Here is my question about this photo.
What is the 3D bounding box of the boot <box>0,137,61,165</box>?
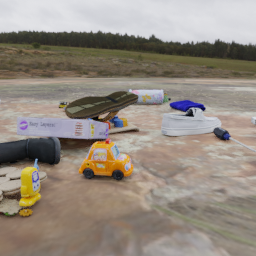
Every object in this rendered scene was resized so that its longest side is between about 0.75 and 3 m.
[{"bbox_3d":[-2.724,0.580,6.402,2.010,0.660,1.657,-2,-1,-32],"label":"boot"}]

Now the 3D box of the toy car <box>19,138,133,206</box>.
[{"bbox_3d":[-0.802,0.741,5.339,1.186,0.805,2.419,5,11,26],"label":"toy car"}]

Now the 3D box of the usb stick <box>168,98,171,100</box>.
[{"bbox_3d":[2.334,-1.959,18.817,1.087,0.177,0.301,4,7,17],"label":"usb stick"}]

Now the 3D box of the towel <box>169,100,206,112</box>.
[{"bbox_3d":[3.127,-1.196,14.870,1.279,0.429,1.732,-4,13,-20],"label":"towel"}]

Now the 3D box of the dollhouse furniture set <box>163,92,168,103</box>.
[{"bbox_3d":[1.812,-1.829,17.298,1.296,0.648,0.500,0,13,34],"label":"dollhouse furniture set"}]

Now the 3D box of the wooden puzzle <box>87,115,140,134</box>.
[{"bbox_3d":[-0.732,-0.172,10.361,1.886,0.437,1.747,-5,14,-21],"label":"wooden puzzle"}]

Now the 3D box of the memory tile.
[{"bbox_3d":[-2.584,1.113,5.057,1.474,0.161,1.923,1,12,33],"label":"memory tile"}]

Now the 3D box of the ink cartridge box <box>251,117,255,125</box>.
[{"bbox_3d":[5.605,-0.228,11.035,1.168,0.254,1.014,2,14,8],"label":"ink cartridge box"}]

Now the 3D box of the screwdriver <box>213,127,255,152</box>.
[{"bbox_3d":[3.078,0.329,8.295,0.355,0.341,2.442,27,8,-7],"label":"screwdriver"}]

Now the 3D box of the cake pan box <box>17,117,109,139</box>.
[{"bbox_3d":[-1.848,0.017,8.272,2.181,0.570,2.009,3,-3,9],"label":"cake pan box"}]

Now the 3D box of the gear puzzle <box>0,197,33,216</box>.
[{"bbox_3d":[-1.900,1.325,4.590,0.808,0.106,0.418,8,13,19],"label":"gear puzzle"}]

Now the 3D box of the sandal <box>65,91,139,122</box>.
[{"bbox_3d":[-0.836,-0.683,9.952,2.836,0.774,1.159,-21,39,-37],"label":"sandal"}]

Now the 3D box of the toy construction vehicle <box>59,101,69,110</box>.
[{"bbox_3d":[-2.978,-1.087,14.589,1.342,0.473,1.168,8,4,20],"label":"toy construction vehicle"}]

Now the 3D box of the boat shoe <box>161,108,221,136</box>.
[{"bbox_3d":[2.268,-0.282,9.896,2.480,0.850,0.893,-5,14,-19],"label":"boat shoe"}]

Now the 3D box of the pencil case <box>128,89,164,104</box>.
[{"bbox_3d":[1.063,-1.862,16.750,2.158,0.897,0.979,1,13,2],"label":"pencil case"}]
